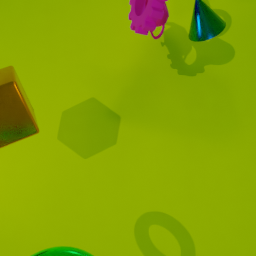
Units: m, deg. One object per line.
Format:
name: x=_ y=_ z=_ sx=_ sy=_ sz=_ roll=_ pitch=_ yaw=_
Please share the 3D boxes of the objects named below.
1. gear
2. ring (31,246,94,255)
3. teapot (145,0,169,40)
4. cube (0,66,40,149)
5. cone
gear: x=0.410 y=-2.711 z=5.890 sx=0.260 sy=1.406 sz=1.406 roll=4 pitch=81 yaw=-23
ring: x=-1.000 y=2.673 z=4.029 sx=1.855 sy=0.371 sz=1.855 roll=9 pitch=50 yaw=-11
teapot: x=0.502 y=-3.057 z=7.016 sx=0.827 sy=1.050 sz=1.689 roll=-19 pitch=95 yaw=20
cube: x=-2.629 y=-0.398 z=5.659 sx=1.174 sy=1.174 sz=1.174 roll=-23 pitch=123 yaw=-13
cone: x=1.860 y=-2.885 z=7.059 sx=0.982 sy=0.986 sz=0.982 roll=-19 pitch=40 yaw=17
